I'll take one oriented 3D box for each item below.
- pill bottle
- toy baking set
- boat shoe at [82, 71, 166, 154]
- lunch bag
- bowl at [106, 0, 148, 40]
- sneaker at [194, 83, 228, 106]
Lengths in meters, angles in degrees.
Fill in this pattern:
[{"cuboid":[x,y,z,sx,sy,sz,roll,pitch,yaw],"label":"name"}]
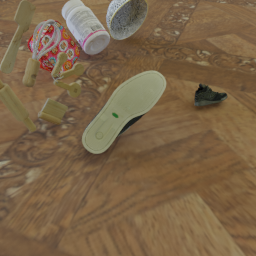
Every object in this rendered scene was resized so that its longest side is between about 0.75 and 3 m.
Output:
[{"cuboid":[-1.602,-3.776,10.415,1.081,1.081,1.907,-26,73,-27],"label":"pill bottle"},{"cuboid":[-2.121,-1.294,6.521,0.327,2.808,2.155,22,63,39],"label":"toy baking set"},{"cuboid":[-0.127,-0.430,6.688,2.464,0.833,0.885,-45,93,-4],"label":"boat shoe"},{"cuboid":[-2.384,-2.456,9.013,0.660,1.611,1.419,16,68,32],"label":"lunch bag"},{"cuboid":[-0.213,-4.574,11.166,1.912,1.912,0.897,-29,69,-29],"label":"bowl"},{"cuboid":[2.412,-1.019,8.130,1.085,0.621,0.415,-11,14,-15],"label":"sneaker"}]
